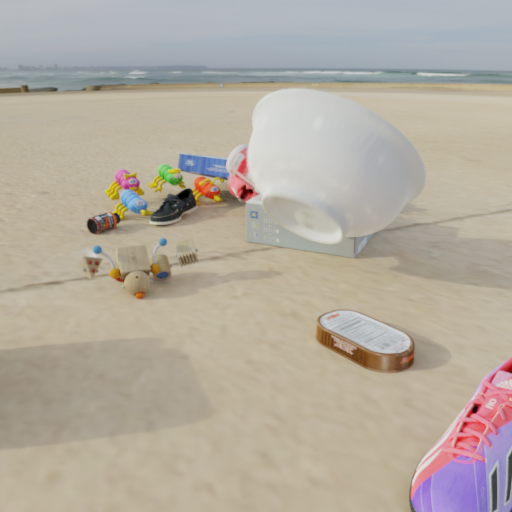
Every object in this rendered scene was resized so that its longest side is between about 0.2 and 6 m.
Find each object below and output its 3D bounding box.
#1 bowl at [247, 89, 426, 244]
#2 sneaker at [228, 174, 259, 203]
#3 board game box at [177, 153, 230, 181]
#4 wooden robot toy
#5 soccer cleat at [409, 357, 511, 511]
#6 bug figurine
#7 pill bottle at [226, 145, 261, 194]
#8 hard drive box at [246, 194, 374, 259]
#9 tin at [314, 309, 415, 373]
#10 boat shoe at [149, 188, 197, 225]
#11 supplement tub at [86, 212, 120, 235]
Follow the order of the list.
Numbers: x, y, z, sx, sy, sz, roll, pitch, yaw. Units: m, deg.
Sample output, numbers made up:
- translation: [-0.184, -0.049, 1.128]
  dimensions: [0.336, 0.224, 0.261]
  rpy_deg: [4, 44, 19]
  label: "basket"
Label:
- translation: [1.052, -1.179, 9.332]
  dimensions: [3.168, 3.168, 1.424]
  rpy_deg: [16, 70, 36]
  label: "bowl"
- translation: [-0.301, -1.602, 12.844]
  dimensions: [0.755, 0.889, 2.049]
  rpy_deg: [29, -18, -13]
  label: "sneaker"
- translation: [-0.385, -2.264, 15.289]
  dimensions: [2.502, 0.543, 2.489]
  rpy_deg: [14, 8, 34]
  label: "board game box"
- translation: [-1.941, 0.350, 9.456]
  dimensions: [2.054, 0.905, 0.932]
  rpy_deg: [-7, 57, -20]
  label: "wooden robot toy"
- translation: [2.239, 1.653, 5.349]
  dimensions: [0.885, 0.949, 2.593]
  rpy_deg: [18, 27, 39]
  label: "soccer cleat"
- translation: [-2.432, -1.731, 14.215]
  dimensions: [3.041, 0.782, 2.358]
  rpy_deg: [-17, 35, -36]
  label: "bug figurine"
- translation: [0.023, -1.700, 11.445]
  dimensions: [1.198, 0.673, 0.673]
  rpy_deg: [38, 36, 19]
  label: "pill bottle"
- translation: [1.209, -0.818, 11.878]
  dimensions: [2.358, 0.906, 1.838]
  rpy_deg: [9, 23, 24]
  label: "hard drive box"
- translation: [1.472, 1.130, 7.691]
  dimensions: [0.845, 0.316, 1.509]
  rpy_deg: [-12, 23, -39]
  label: "tin"
- translation: [-1.962, -1.213, 13.354]
  dimensions: [0.679, 0.602, 1.817]
  rpy_deg: [11, 23, 26]
  label: "boat shoe"
- translation: [-3.372, -0.752, 12.450]
  dimensions: [0.394, 0.394, 0.737]
  rpy_deg: [13, 25, 30]
  label: "supplement tub"
